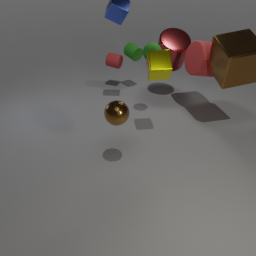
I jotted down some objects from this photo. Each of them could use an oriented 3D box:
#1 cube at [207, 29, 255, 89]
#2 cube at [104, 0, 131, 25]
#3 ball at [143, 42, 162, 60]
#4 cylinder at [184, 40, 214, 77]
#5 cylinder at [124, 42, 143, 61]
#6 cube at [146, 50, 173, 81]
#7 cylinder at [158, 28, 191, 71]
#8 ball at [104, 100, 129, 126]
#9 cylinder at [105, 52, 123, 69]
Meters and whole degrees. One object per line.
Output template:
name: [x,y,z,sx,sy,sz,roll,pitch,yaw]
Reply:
cube: [3.849,-2.460,10.008,1.400,1.400,1.400,-12,51,-5]
cube: [-0.392,-4.435,10.444,0.700,0.700,0.700,20,54,-19]
ball: [0.894,-2.785,10.299,0.700,0.700,0.700,0,31,0]
cylinder: [3.324,-2.867,11.722,1.400,1.400,1.400,0,29,-22]
cylinder: [0.264,-3.742,13.746,0.700,0.700,0.700,-22,48,-32]
cube: [0.986,-1.989,8.914,0.700,0.700,0.700,-5,72,-3]
cylinder: [2.007,-3.552,12.776,1.400,1.400,1.400,2,62,-4]
ball: [-0.311,-0.413,7.747,0.700,0.700,0.700,0,31,0]
cylinder: [-0.698,-3.440,14.293,0.700,0.700,0.700,18,35,13]
